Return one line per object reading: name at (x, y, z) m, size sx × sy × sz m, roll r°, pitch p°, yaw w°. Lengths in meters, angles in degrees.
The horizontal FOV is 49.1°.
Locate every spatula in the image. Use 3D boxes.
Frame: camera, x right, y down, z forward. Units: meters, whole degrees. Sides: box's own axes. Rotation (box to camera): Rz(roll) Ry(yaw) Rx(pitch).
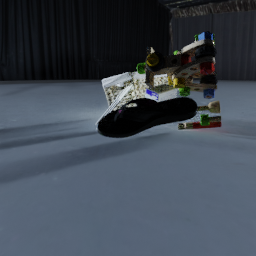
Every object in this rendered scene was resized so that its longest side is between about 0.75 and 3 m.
spatula at (-0.454, -0.684, 8.943) m, size 0.139 × 1.728 × 1.202 m, roll 38°, pitch 2°, yaw -14°

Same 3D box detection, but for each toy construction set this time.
toy construction set at (1.505, -1.286, 8.192) m, size 2.175 × 2.830 × 2.360 m, roll -5°, pitch 9°, yaw 17°

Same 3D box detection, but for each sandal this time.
sandal at (0.458, -0.446, 7.025) m, size 2.611 × 0.625 × 0.981 m, roll -15°, pitch 42°, yaw -8°

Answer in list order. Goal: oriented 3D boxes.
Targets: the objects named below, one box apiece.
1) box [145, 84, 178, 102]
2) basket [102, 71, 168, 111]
box at (1.099, -0.851, 9.690) m, size 1.043 × 1.134 × 0.595 m, roll -21°, pitch 38°, yaw -40°
basket at (0.385, -1.369, 10.890) m, size 1.586 × 1.444 × 2.340 m, roll -6°, pitch 5°, yaw 41°
